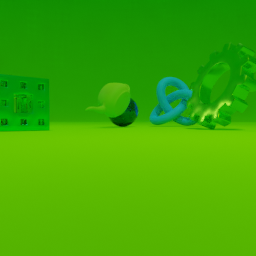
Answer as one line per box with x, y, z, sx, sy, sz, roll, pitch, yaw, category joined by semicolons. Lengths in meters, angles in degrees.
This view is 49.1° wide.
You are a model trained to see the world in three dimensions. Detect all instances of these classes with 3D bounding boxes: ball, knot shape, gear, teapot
-0.176;-0.558;9.323;1.038;1.038;1.038;0;1;0;ball
1.714;-1.015;10.374;2.038;1.907;0.942;-9;-21;21;knot shape
1.984;-0.904;6.066;0.340;1.840;1.840;21;-6;-20;gear
-0.471;-0.793;7.721;0.772;0.981;1.578;30;51;24;teapot

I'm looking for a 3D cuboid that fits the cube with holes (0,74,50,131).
-2.188;-0.448;5.424;0.985;0.985;0.985;-1;2;-39;cube with holes
